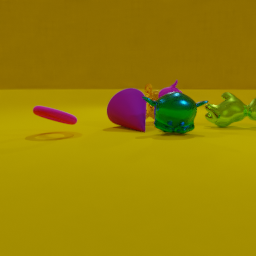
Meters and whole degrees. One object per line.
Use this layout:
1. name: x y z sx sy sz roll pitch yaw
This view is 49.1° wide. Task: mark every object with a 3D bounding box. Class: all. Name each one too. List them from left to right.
1. ring: -1.936 -0.329 7.470 1.181 0.236 1.181 14 -6 2
2. cone: 0.218 -0.272 8.374 1.355 1.355 1.360 -4 36 -25
3. monkey head: 0.893 -0.728 10.133 1.180 1.640 0.988 -21 25 29
4. monkey head: 1.233 -0.428 7.728 1.842 1.110 1.325 3 2 -8
5. teapot: 1.492 -1.004 9.265 0.934 1.502 0.735 32 -48 -26
6. cow figurine: 3.447 -0.459 8.746 1.639 0.900 1.613 -31 46 -16
